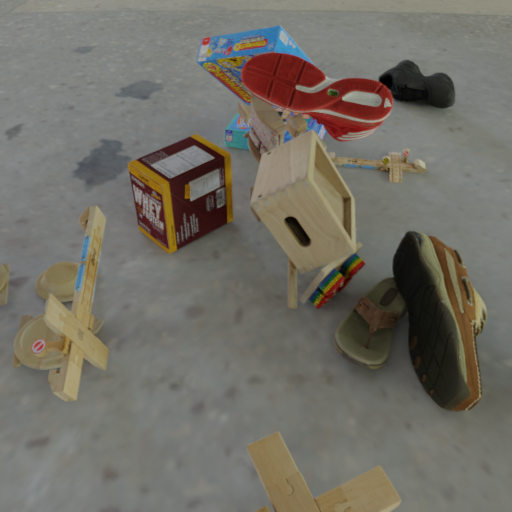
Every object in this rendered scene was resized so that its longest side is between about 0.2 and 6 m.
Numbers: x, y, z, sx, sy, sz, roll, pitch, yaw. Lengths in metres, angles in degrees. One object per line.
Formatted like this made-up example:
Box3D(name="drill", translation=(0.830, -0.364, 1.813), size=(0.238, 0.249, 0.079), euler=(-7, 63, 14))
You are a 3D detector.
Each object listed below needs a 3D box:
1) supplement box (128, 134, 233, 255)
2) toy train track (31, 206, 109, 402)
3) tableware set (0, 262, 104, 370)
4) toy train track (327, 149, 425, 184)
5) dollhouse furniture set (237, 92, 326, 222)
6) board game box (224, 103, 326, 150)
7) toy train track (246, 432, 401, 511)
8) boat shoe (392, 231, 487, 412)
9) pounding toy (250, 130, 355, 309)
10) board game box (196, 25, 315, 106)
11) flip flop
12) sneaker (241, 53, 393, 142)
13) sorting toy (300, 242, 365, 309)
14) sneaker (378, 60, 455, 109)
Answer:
Box3D(name="supplement box", translation=(-1.512, -1.292, 11.596), size=(1.728, 1.705, 1.148), euler=(-31, 49, -31))
Box3D(name="toy train track", translation=(-2.913, 0.640, 8.886), size=(0.543, 1.914, 3.338), euler=(-7, 55, 10))
Box3D(name="tableware set", translation=(-4.324, 1.002, 9.963), size=(3.276, 0.380, 2.737), euler=(-2, 42, -3))
Box3D(name="toy train track", translation=(2.937, -2.403, 13.916), size=(2.502, 0.407, 1.435), euler=(5, 41, 7))
Box3D(name="dollhouse furniture set", translation=(-0.064, -2.526, 12.107), size=(1.518, 2.651, 3.108), euler=(-29, 72, -11))
Box3D(name="board game box", translation=(0.580, -3.393, 14.953), size=(2.403, 0.541, 1.828), euler=(12, 42, 14))
Box3D(name="toy train track", translation=(-0.214, 3.706, 6.665), size=(4.154, 0.676, 2.383), euler=(-20, 51, -14))
Box3D(name="boat shoe", translation=(3.248, 0.921, 9.349), size=(1.229, 1.259, 3.328), euler=(9, 50, -11))
Box3D(name="pounding toy", translation=(0.798, -0.611, 9.810), size=(1.516, 2.133, 1.963), euler=(-23, 32, 25))
Box3D(name="board game box", translation=(0.135, -4.030, 12.140), size=(2.023, 2.066, 0.577), euler=(6, 79, 35))
Box3D(name="flip flop", translation=(2.111, 1.007, 9.667), size=(0.981, 0.696, 2.418), euler=(26, 44, 22))
Box3D(name="sneaker", translation=(1.115, -2.959, 11.276), size=(2.942, 1.699, 1.153), euler=(20, 77, 5))
Box3D(name="sorting toy", translation=(1.451, 0.407, 10.143), size=(1.104, 1.098, 0.384), euler=(-33, 72, -34))
Box3D(name="sneaker", translation=(4.702, -4.897, 16.545), size=(1.240, 1.037, 2.731), euler=(-26, 39, -15))
